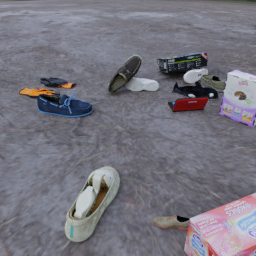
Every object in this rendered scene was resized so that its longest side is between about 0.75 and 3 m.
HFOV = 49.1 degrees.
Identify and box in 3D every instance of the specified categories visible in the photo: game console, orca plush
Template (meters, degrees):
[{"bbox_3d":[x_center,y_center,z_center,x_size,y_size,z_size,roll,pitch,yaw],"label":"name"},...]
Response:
[{"bbox_3d":[2.642,-1.229,12.496,1.467,1.265,0.871,-5,59,-8],"label":"game console"},{"bbox_3d":[3.317,-1.995,13.731,2.244,0.798,1.181,24,39,33],"label":"orca plush"}]

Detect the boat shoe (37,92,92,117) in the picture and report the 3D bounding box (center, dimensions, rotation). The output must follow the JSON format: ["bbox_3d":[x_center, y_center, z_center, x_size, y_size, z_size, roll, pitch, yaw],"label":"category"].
[{"bbox_3d":[-2.800,-1.021,12.114,2.473,0.849,1.041,2,32,3],"label":"boat shoe"}]

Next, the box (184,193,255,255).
[{"bbox_3d":[2.561,2.416,6.279,2.305,1.183,1.091,-13,34,-20],"label":"box"}]

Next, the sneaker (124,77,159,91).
[{"bbox_3d":[0.649,-2.296,14.446,1.821,0.685,0.806,7,28,-8],"label":"sneaker"}]

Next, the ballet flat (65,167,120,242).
[{"bbox_3d":[-0.853,1.759,7.617,0.949,0.877,2.813,8,33,11],"label":"ballet flat"}]

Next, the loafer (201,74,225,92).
[{"bbox_3d":[4.507,-2.496,14.693,0.685,0.634,1.820,-14,34,-21],"label":"loafer"}]

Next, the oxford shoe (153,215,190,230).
[{"bbox_3d":[1.117,2.347,7.159,0.968,0.362,0.341,2,32,4],"label":"oxford shoe"}]

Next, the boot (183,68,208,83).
[{"bbox_3d":[3.509,-2.933,15.502,1.910,0.695,0.863,-18,26,-37],"label":"boot"}]

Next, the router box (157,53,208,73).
[{"bbox_3d":[3.047,-3.743,15.947,2.429,0.755,1.820,-10,15,-7],"label":"router box"}]

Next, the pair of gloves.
[{"bbox_3d":[-4.077,-2.096,14.390,2.130,0.296,2.390,12,33,18],"label":"pair of gloves"}]

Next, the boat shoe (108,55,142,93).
[{"bbox_3d":[-0.149,-2.538,13.534,0.828,2.261,0.733,38,16,-8],"label":"boat shoe"}]

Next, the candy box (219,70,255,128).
[{"bbox_3d":[4.735,-1.217,11.437,0.678,1.895,1.589,-24,40,-35],"label":"candy box"}]
